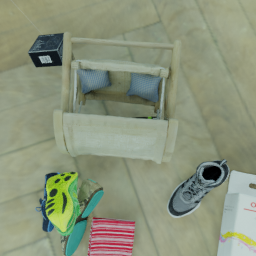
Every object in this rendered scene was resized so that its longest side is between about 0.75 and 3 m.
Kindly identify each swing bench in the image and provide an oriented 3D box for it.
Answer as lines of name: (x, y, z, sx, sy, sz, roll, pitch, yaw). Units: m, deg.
swing bench: (-0.216, -0.603, 6.746, 2.678, 1.747, 2.693, 4, 78, 2)

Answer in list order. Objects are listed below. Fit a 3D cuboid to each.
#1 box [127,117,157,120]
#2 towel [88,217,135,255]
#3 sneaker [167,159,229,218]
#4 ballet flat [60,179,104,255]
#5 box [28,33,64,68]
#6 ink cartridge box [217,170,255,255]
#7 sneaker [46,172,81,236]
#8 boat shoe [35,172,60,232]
box: (0.308, 0.160, 7.144, 1.034, 0.643, 0.768, -2, 75, 1)
towel: (-0.415, 2.890, 6.632, 1.058, 0.164, 1.463, 7, 90, -5)
sneaker: (1.602, 1.365, 6.563, 1.857, 1.057, 0.701, -42, 66, -1)
ballet flat: (-1.225, 2.070, 6.708, 0.717, 0.646, 1.905, 29, 98, 29)
box: (-2.016, -2.039, 7.327, 0.830, 0.514, 0.816, -1, 50, 13)
ink cartridge box: (3.098, 2.505, 6.457, 1.684, 0.968, 2.875, 11, 77, 4)
sneaker: (-1.414, 1.582, 6.124, 0.701, 1.892, 0.791, -9, 112, -3)
boat shoe: (-1.939, 1.814, 6.909, 0.485, 0.595, 1.413, 3, 61, 4)
